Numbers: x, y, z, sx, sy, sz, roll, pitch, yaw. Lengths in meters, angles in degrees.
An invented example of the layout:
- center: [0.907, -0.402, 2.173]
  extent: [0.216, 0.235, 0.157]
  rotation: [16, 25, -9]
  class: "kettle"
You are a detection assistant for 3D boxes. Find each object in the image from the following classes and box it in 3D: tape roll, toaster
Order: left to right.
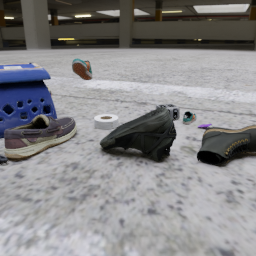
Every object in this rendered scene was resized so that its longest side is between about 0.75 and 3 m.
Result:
- center: [-0.828, -0.244, 10.757]
  extent: [0.943, 0.330, 0.943]
  rotation: [0, 20, 0]
  class: "tape roll"
- center: [1.620, -0.669, 11.625]
  extent: [0.810, 0.531, 0.895]
  rotation: [-6, 21, -19]
  class: "toaster"

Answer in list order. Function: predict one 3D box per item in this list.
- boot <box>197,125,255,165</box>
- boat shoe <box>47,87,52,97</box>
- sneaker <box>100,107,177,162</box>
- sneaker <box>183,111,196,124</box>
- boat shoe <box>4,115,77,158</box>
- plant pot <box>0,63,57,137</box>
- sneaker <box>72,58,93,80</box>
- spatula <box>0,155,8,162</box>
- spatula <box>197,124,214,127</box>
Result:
- center: [3.163, 0.605, 7.939]
  extent: [2.266, 0.878, 1.567]
  rotation: [-4, 21, 28]
  class: "boot"
- center: [-4.303, -1.583, 14.043]
  extent: [0.669, 0.588, 1.880]
  rotation: [3, 22, 4]
  class: "boat shoe"
- center: [0.333, 0.451, 8.235]
  extent: [2.486, 1.424, 0.950]
  rotation: [-21, 16, 29]
  class: "sneaker"
- center: [2.506, -0.493, 11.273]
  extent: [0.391, 0.438, 1.096]
  rotation: [11, 23, 27]
  class: "sneaker"
- center: [-2.699, 0.044, 9.038]
  extent: [1.068, 0.962, 2.969]
  rotation: [11, 23, 27]
  class: "boat shoe"
- center: [-4.146, -1.203, 10.566]
  extent: [2.527, 2.272, 2.527]
  rotation: [-8, 21, -25]
  class: "plant pot"
- center: [-1.423, -1.914, 8.644]
  extent: [0.453, 0.507, 1.268]
  rotation: [-7, -12, 6]
  class: "sneaker"
- center: [-4.287, 0.681, 8.346]
  extent: [2.344, 0.241, 0.662]
  rotation: [16, 15, 33]
  class: "spatula"
- center: [3.309, 0.017, 10.290]
  extent: [1.485, 0.153, 0.420]
  rotation: [16, 22, 33]
  class: "spatula"
